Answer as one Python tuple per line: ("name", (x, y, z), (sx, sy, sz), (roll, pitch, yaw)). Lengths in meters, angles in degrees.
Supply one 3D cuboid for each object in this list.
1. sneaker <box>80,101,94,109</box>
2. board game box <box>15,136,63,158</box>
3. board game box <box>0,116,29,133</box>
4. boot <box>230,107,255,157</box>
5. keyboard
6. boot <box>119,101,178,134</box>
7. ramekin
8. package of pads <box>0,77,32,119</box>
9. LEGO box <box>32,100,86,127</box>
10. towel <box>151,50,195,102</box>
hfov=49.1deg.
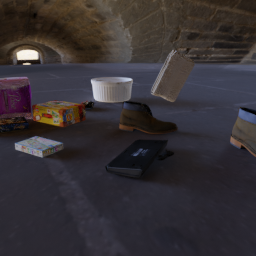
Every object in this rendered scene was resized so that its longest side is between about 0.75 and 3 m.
("sneaker", (-2.005, -1.131, 13.874), (0.510, 0.369, 1.044), (3, 15, 17))
("board game box", (-2.700, 0.552, 8.509), (1.211, 0.207, 0.814), (10, 20, 32))
("board game box", (-4.706, -0.116, 10.612), (1.639, 0.284, 1.110), (-8, 18, -27))
("boot", (3.931, 0.195, 7.981), (0.915, 1.187, 2.449), (-8, 18, -26))
("keyboard", (0.494, 0.781, 7.650), (1.414, 0.302, 2.355), (0, 16, 23))
("boot", (0.733, -0.396, 10.201), (2.178, 1.056, 0.814), (3, 17, 11))
("ramekin", (-0.906, -2.236, 16.197), (2.392, 1.166, 2.392), (-1, 17, 0))
("package of pads", (-5.408, -1.085, 11.279), (2.919, 1.759, 1.104), (-8, 18, -25))
("LEGO box", (-2.862, -0.637, 11.654), (1.778, 0.686, 1.324), (11, 20, 32))
("towel", (1.995, -2.224, 12.264), (1.389, 2.097, 0.361), (16, 17, -33))
